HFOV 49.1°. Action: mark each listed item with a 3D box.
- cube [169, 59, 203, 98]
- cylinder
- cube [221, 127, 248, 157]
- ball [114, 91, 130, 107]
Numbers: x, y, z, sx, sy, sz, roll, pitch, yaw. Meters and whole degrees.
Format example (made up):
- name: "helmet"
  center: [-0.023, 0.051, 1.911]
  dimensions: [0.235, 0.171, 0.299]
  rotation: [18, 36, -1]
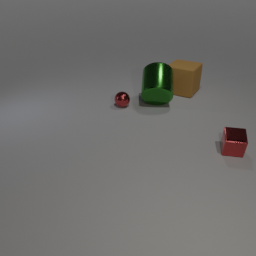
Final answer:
- name: "cube"
  center: [2.761, -2.487, 13.950]
  dimensions: [1.400, 1.400, 1.400]
  rotation: [16, 33, 25]
- name: "cylinder"
  center: [1.315, -1.953, 12.495]
  dimensions: [1.400, 1.400, 1.400]
  rotation: [3, 63, 5]
- name: "cube"
  center: [3.521, 0.467, 9.328]
  dimensions: [0.700, 0.700, 0.700]
  rotation: [6, 45, 10]
- name: "ball"
  center: [-0.259, -1.284, 12.553]
  dimensions: [0.700, 0.700, 0.700]
  rotation: [0, 30, 0]
